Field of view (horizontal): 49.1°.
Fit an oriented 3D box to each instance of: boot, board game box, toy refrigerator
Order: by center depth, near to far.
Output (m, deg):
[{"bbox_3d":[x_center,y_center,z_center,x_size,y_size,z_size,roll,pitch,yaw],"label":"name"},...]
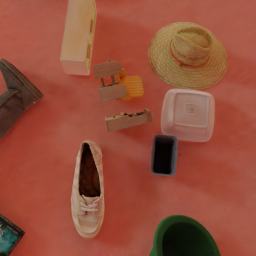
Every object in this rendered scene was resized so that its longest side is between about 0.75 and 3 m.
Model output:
[{"bbox_3d":[-4.627,3.188,8.454,2.487,0.350,1.682,32,77,9],"label":"board game box"},{"bbox_3d":[-4.362,-0.909,9.454,2.423,0.879,2.203,-45,77,-5],"label":"boot"},{"bbox_3d":[-1.670,-3.329,9.956,0.945,1.025,2.701,5,74,1],"label":"toy refrigerator"}]

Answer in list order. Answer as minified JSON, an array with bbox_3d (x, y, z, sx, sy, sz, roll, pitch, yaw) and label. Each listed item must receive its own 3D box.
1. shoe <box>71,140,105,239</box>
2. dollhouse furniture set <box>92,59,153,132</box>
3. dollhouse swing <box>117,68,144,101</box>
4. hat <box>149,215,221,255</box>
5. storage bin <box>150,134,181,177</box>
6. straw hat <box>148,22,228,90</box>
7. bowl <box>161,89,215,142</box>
[{"bbox_3d":[-1.260,1.828,8.601,1.049,0.801,2.999,-2,74,-1],"label":"shoe"},{"bbox_3d":[-0.183,-1.130,8.949,1.433,1.890,2.157,-13,101,-3],"label":"dollhouse furniture set"},{"bbox_3d":[0.089,-1.501,9.442,0.816,0.844,0.928,-10,73,0],"label":"dollhouse swing"},{"bbox_3d":[1.013,4.029,8.264,2.643,2.327,2.189,13,48,-26],"label":"hat"},{"bbox_3d":[1.150,0.930,8.835,0.923,0.852,1.269,5,75,2],"label":"storage bin"},{"bbox_3d":[2.206,-2.839,9.704,2.968,1.256,2.968,0,75,0],"label":"straw hat"},{"bbox_3d":[2.042,-0.498,9.350,1.787,0.668,1.789,8,76,3],"label":"bowl"}]
